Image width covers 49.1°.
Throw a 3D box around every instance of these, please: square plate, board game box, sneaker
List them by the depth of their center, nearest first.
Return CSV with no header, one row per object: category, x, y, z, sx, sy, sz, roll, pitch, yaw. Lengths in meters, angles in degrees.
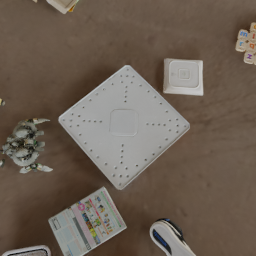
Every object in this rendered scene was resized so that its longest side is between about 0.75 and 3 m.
sneaker,1.195,2.688,6.198,0.599,0.916,1.638,-40,76,13
board game box,-0.930,2.234,6.543,1.481,0.476,1.092,-29,70,-8
board game box,-0.107,-0.096,7.456,2.515,0.325,2.515,-40,75,-12
square plate,1.594,-1.501,8.024,1.129,0.162,1.140,4,71,1

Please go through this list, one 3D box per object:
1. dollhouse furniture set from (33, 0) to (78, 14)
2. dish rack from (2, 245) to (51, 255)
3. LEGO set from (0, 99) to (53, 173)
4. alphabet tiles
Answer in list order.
dollhouse furniture set,-2.522,-4.388,8.929,2.077,0.802,1.038,34,66,-9
dish rack,-2.241,3.408,6.282,1.166,0.296,1.359,-9,72,-2
LEGO set,-2.943,0.215,7.145,2.517,0.713,1.635,23,73,7
alphabet tiles,4.000,-2.466,8.377,1.484,0.108,1.451,16,73,5
